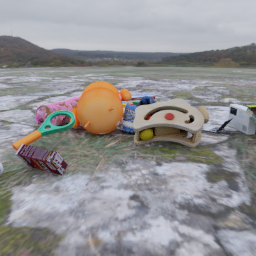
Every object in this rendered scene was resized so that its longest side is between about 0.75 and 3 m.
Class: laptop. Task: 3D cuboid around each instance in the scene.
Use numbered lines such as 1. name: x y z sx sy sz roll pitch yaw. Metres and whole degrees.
1. laptop: 3.213 -0.142 10.012 0.809 0.469 0.757 13 20 39

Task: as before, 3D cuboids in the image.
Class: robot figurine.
1. robot figurine: -0.998 -0.731 10.021 2.013 1.632 2.798 10 17 -7

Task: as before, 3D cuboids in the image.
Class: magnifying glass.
1. magnifying glass: -2.411 0.046 8.186 0.810 0.228 2.035 31 50 27

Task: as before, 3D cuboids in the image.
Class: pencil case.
1. pencil case: -2.523 -0.648 10.885 0.987 1.032 2.385 38 25 9

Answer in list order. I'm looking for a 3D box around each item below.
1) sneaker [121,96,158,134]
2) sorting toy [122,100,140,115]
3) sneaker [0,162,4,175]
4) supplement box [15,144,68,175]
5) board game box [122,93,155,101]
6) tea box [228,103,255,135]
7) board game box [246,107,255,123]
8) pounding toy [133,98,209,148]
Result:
1. sneaker: 0.957 -0.583 10.266 2.773 1.181 1.068 -13 20 -41
2. sorting toy: 0.226 -1.097 13.606 1.902 0.375 2.054 -5 17 -18
3. sneaker: -3.382 0.963 6.046 1.267 0.444 0.687 -2 9 19
4. supplement box: -2.007 0.735 6.528 1.079 0.587 0.328 8 56 26
5. board game box: 0.283 -1.787 16.360 2.346 0.228 1.208 -7 18 -22
6. tea box: 4.496 -0.359 10.063 1.239 0.841 1.259 -4 18 -12
7. board game box: 4.569 -0.010 8.530 1.032 0.231 1.969 -1 40 -14
8. pounding toy: 1.443 0.127 8.707 2.635 1.512 1.507 -11 45 -7
